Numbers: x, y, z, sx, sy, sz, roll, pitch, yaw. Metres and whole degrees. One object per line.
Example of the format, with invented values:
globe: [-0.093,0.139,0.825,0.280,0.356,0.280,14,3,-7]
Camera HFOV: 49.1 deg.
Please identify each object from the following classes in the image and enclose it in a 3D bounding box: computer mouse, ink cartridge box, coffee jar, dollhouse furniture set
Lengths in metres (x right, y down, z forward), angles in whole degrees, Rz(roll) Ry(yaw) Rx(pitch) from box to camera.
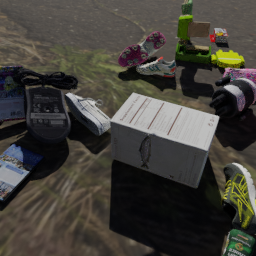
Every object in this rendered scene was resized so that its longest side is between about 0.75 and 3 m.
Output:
computer mouse: [-2.362,-0.539,8.303,1.888,0.719,2.726,5,52,-23]
ink cartridge box: [4.206,-4.305,13.021,0.716,0.342,0.816,4,42,6]
coffee jar: [2.053,2.491,5.338,0.526,0.430,1.008,22,47,23]
dollhouse furniture set: [2.893,-4.268,11.850,1.409,1.839,2.807,8,43,10]

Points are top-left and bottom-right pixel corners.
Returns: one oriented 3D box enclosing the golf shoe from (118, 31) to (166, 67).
golf shoe: [0.531,-2.994,11.295,2.219,1.015,0.836,-33,88,-16]

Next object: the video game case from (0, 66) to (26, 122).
video game case: [-4.037,-1.009,8.447,1.863,0.334,1.689,-8,81,-20]

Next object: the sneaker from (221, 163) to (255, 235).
sneaker: [2.415,1.513,6.256,0.762,0.670,1.800,-3,42,-3]

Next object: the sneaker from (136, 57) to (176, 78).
sneaker: [1.066,-2.379,10.576,1.536,0.718,0.541,10,43,11]

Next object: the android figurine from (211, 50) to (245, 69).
android figurine: [4.036,-2.750,11.316,1.311,0.296,1.440,3,41,3]

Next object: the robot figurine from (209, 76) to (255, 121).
robot figurine: [3.295,-0.927,8.770,1.615,1.214,1.008,-28,31,-27]

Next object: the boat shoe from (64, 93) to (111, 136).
boat shoe: [-1.142,-0.576,8.575,0.815,0.706,1.911,-31,52,-30]

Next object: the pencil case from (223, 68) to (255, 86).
pencil case: [4.229,-1.735,9.841,1.753,0.766,0.766,4,42,3]

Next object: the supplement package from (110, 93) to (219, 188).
supplement package: [0.885,0.264,7.119,2.342,1.369,1.374,17,45,18]

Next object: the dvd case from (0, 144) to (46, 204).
dvd case: [-3.016,1.108,7.114,1.121,0.138,1.572,19,45,18]
